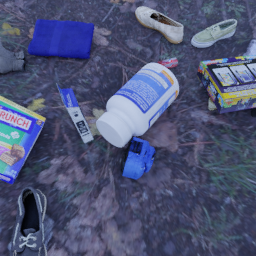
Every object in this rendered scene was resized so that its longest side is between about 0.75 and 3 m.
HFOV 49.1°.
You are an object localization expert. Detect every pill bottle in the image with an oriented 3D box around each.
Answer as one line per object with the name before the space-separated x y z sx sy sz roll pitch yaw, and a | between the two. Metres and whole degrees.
pill bottle | 0.293 -0.722 9.044 1.547 1.547 2.760 35 64 20

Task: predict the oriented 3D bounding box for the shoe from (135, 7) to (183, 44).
shoe | 1.354 -4.612 12.005 0.936 0.714 2.676 -38 65 -21

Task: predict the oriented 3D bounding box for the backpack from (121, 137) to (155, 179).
backpack | 0.284 0.969 8.369 0.914 0.885 1.089 17 58 8

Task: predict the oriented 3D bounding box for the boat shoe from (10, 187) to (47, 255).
boat shoe | -2.633 2.794 7.236 0.955 0.825 2.630 -4 58 -3

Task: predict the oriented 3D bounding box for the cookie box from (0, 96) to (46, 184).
cookie box | -3.797 0.289 8.430 1.841 0.809 2.152 27 58 -15

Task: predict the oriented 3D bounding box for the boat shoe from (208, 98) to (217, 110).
boat shoe | 3.527 -1.168 10.026 1.687 0.531 0.615 -31 58 -25

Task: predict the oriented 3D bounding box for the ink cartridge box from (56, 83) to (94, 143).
ink cartridge box | -1.590 -0.475 8.579 0.374 1.910 0.950 -24 49 -4

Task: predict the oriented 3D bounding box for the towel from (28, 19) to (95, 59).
towel | -2.676 -3.600 11.495 2.480 0.615 1.832 5 64 3

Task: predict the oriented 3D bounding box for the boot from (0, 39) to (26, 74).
boot | -4.664 -2.907 11.059 1.227 0.650 1.864 -12 69 -11

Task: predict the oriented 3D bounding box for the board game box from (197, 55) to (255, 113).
board game box | 3.880 -1.572 9.591 2.399 0.680 1.983 -9 52 -10

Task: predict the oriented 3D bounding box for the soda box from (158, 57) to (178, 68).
soda box | 1.543 -2.503 10.934 0.770 0.270 0.244 -16 59 -10

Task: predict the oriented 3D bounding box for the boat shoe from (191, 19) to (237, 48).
boat shoe | 3.575 -3.994 11.648 2.115 0.656 0.761 -25 61 -15

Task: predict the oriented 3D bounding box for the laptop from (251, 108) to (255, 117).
laptop | 5.726 -1.044 10.109 2.204 1.277 2.063 25 57 -18
